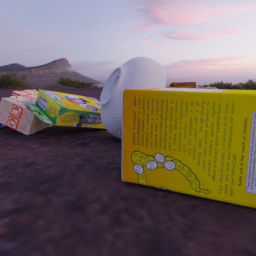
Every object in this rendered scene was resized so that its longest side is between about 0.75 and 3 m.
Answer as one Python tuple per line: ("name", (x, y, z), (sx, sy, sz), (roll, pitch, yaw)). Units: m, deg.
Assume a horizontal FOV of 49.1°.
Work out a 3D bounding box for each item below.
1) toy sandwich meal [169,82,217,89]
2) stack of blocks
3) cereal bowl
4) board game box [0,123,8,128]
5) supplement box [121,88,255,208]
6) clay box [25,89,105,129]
("toy sandwich meal", (3.772, -2.122, 16.400), (2.992, 1.025, 2.992), (-7, -11, -1))
("stack of blocks", (-3.286, -0.631, 9.498), (1.493, 0.759, 2.593), (23, 13, 5))
("cereal bowl", (-0.076, -0.922, 7.598), (0.987, 2.370, 2.370), (24, 0, -23))
("board game box", (-5.408, -0.219, 9.372), (1.916, 0.488, 2.830), (5, 11, 27))
("supplement box", (1.433, 0.161, 4.339), (2.745, 1.503, 1.494), (6, 11, 28))
("clay box", (-1.720, -0.584, 8.787), (2.544, 0.606, 1.462), (5, 23, -46))
